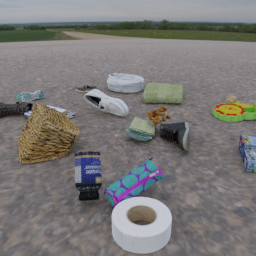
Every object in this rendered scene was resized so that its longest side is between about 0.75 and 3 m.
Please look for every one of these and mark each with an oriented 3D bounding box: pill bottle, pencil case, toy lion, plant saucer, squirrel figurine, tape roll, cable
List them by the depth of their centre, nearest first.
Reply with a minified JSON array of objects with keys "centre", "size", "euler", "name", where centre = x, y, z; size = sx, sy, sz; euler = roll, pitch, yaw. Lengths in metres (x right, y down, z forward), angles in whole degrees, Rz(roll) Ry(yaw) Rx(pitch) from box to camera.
[{"centre":[0.272,1.950,5.745],"size":[1.237,0.433,1.237],"euler":[1,23,0],"name":"tape roll"},{"centre":[0.152,1.317,6.605],"size":[1.433,0.610,0.662],"euler":[-32,3,-24],"name":"pencil case"},{"centre":[-0.938,1.135,6.639],"size":[0.624,1.116,0.624],"euler":[-4,-10,-1],"name":"pill bottle"},{"centre":[0.361,0.277,9.891],"size":[0.982,0.189,0.982],"euler":[17,9,-3],"name":"plant saucer"},{"centre":[1.083,-0.398,10.483],"size":[0.792,0.560,0.739],"euler":[10,45,39],"name":"squirrel figurine"},{"centre":[4.758,-0.738,12.183],"size":[1.921,0.660,1.841],"euler":[14,33,29],"name":"toy lion"},{"centre":[-0.152,-2.614,16.414],"size":[2.176,0.753,2.176],"euler":[3,23,2],"name":"cable"}]

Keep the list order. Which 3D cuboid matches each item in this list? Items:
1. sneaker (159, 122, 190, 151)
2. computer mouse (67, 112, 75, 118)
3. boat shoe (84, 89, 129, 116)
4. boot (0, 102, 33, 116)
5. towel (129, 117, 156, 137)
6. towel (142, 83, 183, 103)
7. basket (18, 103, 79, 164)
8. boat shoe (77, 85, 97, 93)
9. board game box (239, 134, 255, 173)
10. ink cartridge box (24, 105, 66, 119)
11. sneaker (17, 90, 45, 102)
[{"centre":[1.559,0.295,9.549],"size":[1.053,0.741,1.982],"euler":[-1,13,11],"name":"sneaker"},{"centre":[-2.512,-0.467,11.979],"size":[0.422,0.169,0.770],"euler":[5,28,24],"name":"computer mouse"},{"centre":[-0.993,-1.007,12.282],"size":[2.179,0.802,0.712],"euler":[25,38,27],"name":"boat shoe"},{"centre":[-5.163,-0.807,12.077],"size":[1.774,0.706,2.038],"euler":[-1,20,0],"name":"boot"},{"centre":[0.585,-0.059,10.527],"size":[0.982,0.242,1.324],"euler":[17,18,4],"name":"towel"},{"centre":[1.895,-1.868,14.895],"size":[2.143,0.527,2.888],"euler":[4,22,7],"name":"towel"},{"centre":[-2.640,0.329,9.385],"size":[1.497,1.563,2.098],"euler":[26,8,-30],"name":"basket"},{"centre":[-2.325,-2.245,15.923],"size":[1.312,0.425,0.472],"euler":[9,24,21],"name":"boat shoe"},{"centre":[4.341,0.792,8.436],"size":[1.672,0.516,1.673],"euler":[4,23,12],"name":"board game box"},{"centre":[-3.531,-0.599,12.105],"size":[1.287,0.282,1.300],"euler":[15,29,31],"name":"ink cartridge box"},{"centre":[-5.077,-1.629,14.497],"size":[1.408,0.546,0.642],"euler":[-14,11,-40],"name":"sneaker"}]
